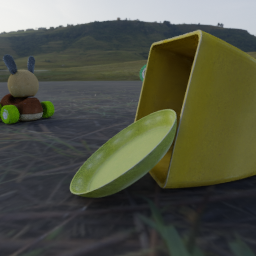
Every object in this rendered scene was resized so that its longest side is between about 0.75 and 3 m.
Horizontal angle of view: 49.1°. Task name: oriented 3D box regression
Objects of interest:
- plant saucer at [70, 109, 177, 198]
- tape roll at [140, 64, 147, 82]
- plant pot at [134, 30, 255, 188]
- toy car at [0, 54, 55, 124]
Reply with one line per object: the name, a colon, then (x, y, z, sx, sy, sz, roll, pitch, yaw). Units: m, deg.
plant saucer: (-0.025, 0.475, 4.934, 2.236, 0.347, 2.236, -34, 14, 9)
tape roll: (0.840, -2.062, 10.738, 0.777, 0.777, 0.187, 3, 13, 15)
plant pot: (1.695, -0.322, 6.049, 2.362, 2.678, 2.678, 9, 10, -15)
toy car: (-4.528, -1.686, 11.725, 2.098, 2.659, 2.184, 9, 14, 33)
